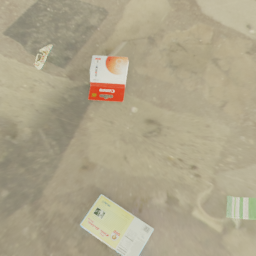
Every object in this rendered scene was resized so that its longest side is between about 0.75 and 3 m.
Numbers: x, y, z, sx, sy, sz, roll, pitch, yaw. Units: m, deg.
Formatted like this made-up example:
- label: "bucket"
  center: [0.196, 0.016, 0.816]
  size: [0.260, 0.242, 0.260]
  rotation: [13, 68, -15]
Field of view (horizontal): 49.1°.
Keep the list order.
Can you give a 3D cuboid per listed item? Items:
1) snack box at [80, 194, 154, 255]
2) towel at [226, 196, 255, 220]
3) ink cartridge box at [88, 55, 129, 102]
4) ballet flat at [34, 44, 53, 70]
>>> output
- label: "snack box"
  center: [-0.291, 2.565, 7.212]
  size: [1.655, 0.307, 0.961]
  rotation: [30, 65, 15]
- label: "towel"
  center: [2.992, 2.049, 7.223]
  size: [0.851, 0.100, 0.649]
  rotation: [-1, 42, 22]
- label: "ink cartridge box"
  center: [-0.674, -1.649, 9.238]
  size: [1.227, 0.379, 1.513]
  rotation: [5, 71, 7]
- label: "ballet flat"
  center: [-2.946, -2.526, 9.701]
  size: [0.343, 0.405, 1.072]
  rotation: [31, 67, -33]
